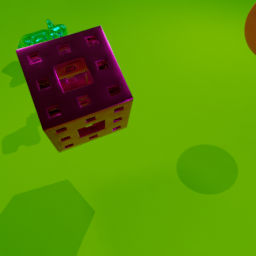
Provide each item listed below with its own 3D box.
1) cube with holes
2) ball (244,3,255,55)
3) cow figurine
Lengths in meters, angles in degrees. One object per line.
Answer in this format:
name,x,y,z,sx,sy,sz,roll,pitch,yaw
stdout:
cube with holes,-0.771,-0.530,4.329,1.237,1.237,1.237,-21,75,-11
ball,2.859,-1.880,5.158,1.330,1.330,1.330,0,45,0
cow figurine,-1.893,-1.980,6.327,1.222,0.671,1.202,-21,37,-21
